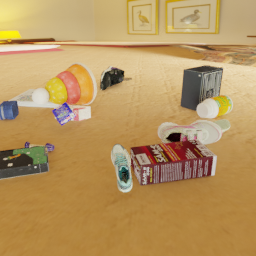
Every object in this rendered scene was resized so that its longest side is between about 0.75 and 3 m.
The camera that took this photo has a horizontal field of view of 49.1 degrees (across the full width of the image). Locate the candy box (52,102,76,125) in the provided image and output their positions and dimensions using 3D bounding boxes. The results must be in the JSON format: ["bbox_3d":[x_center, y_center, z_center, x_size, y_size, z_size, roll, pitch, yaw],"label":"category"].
[{"bbox_3d":[-2.376,-0.535,10.360,0.638,0.291,0.755,-34,48,-7],"label":"candy box"}]

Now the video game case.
[{"bbox_3d":[-4.320,-1.549,14.249,2.524,0.299,2.297,3,22,8],"label":"video game case"}]

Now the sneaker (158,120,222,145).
[{"bbox_3d":[1.989,0.293,9.092,2.084,0.848,0.920,-4,22,12],"label":"sneaker"}]

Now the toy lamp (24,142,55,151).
[{"bbox_3d":[-2.822,0.590,8.983,0.956,0.278,0.278,5,23,14],"label":"toy lamp"}]

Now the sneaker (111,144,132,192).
[{"bbox_3d":[-0.107,0.850,6.393,0.446,0.496,1.149,-12,66,-8],"label":"sneaker"}]

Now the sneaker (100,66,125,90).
[{"bbox_3d":[-0.870,-3.027,16.827,1.129,0.977,2.579,12,36,9],"label":"sneaker"}]

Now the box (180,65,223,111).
[{"bbox_3d":[3.449,-1.925,13.165,1.783,1.797,1.108,-19,30,-41],"label":"box"}]

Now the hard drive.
[{"bbox_3d":[-3.159,0.969,7.929,1.760,0.333,1.230,-8,23,-16],"label":"hard drive"}]

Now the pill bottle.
[{"bbox_3d":[3.653,-0.881,11.876,1.500,0.833,0.833,-16,27,-33],"label":"pill bottle"}]

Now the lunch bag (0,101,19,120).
[{"bbox_3d":[-5.077,-0.780,11.846,0.647,0.664,0.977,-2,22,-4],"label":"lunch bag"}]

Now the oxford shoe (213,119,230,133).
[{"bbox_3d":[2.881,0.047,10.140,1.611,0.606,0.465,-10,-18,-4],"label":"oxford shoe"}]

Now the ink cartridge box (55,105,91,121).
[{"bbox_3d":[-2.263,-0.632,11.465,1.215,0.503,0.890,6,14,24],"label":"ink cartridge box"}]

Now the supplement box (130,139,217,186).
[{"bbox_3d":[1.199,0.900,7.702,2.088,0.636,1.136,-6,23,-12],"label":"supplement box"}]

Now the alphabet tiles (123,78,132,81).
[{"bbox_3d":[-0.133,-3.312,19.010,0.803,0.036,0.961,1,22,1],"label":"alphabet tiles"}]

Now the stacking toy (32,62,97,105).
[{"bbox_3d":[-2.851,-1.647,11.999,1.966,1.966,2.691,18,31,38],"label":"stacking toy"}]
